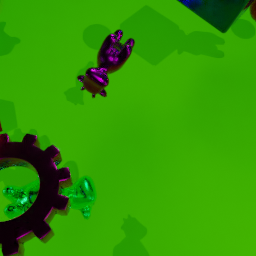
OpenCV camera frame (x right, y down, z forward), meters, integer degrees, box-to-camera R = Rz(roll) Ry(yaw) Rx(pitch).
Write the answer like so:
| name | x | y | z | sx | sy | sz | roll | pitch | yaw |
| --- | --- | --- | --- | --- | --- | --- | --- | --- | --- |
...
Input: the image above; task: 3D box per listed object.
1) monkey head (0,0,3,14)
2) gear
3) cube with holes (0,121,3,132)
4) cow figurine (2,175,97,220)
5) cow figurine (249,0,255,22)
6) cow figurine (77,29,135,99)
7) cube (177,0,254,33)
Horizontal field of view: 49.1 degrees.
| name | x | y | z | sx | sy | sz | roll | pitch | yaw |
| --- | --- | --- | --- | --- | --- | --- | --- | --- | --- |
| monkey head | -2.898 | -2.705 | 5.619 | 0.923 | 1.532 | 1.102 | 43 | 47 | -30 |
| gear | -1.669 | 0.887 | 3.917 | 1.723 | 0.319 | 1.723 | 2 | 58 | -4 |
| cube with holes | -2.445 | -0.232 | 3.958 | 0.788 | 0.788 | 0.788 | 11 | 27 | 28 |
| cow figurine | -1.326 | 1.301 | 5.104 | 1.460 | 1.437 | 0.802 | -23 | 56 | 1 |
| cow figurine | 3.096 | -2.593 | 5.654 | 1.665 | 1.692 | 0.929 | 13 | 97 | -35 |
| cow figurine | -0.414 | -1.240 | 5.484 | 0.685 | 1.247 | 1.227 | 34 | 118 | -9 |
| cube | 1.865 | -2.869 | 5.234 | 1.298 | 1.298 | 1.298 | 39 | 55 | 7 |
